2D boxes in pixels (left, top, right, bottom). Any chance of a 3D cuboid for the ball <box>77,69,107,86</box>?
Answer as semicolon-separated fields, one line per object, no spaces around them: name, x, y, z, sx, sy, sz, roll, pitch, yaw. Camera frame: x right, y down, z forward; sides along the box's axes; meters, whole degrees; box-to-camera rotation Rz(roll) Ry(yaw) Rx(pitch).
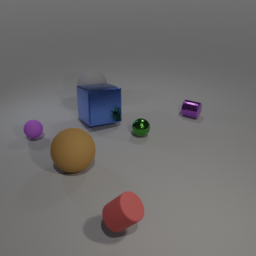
ball;-1.688;-2.075;13.228;1.400;1.400;1.400;0;29;0

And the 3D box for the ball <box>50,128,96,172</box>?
ball;-1.720;0.689;8.794;1.400;1.400;1.400;0;29;0

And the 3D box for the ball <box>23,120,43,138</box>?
ball;-3.533;0.037;10.465;0.700;0.700;0.700;0;29;0

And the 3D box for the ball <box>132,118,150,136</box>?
ball;0.502;-0.027;10.716;0.700;0.700;0.700;0;29;0

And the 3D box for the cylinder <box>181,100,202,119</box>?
cylinder;2.751;-0.821;12.129;0.700;0.700;0.700;17;33;27

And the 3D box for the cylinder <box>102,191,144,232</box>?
cylinder;-0.108;1.892;6.330;0.700;0.700;0.700;30;38;-27

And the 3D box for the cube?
cube;-1.181;-0.994;11.404;1.400;1.400;1.400;-10;21;-26
